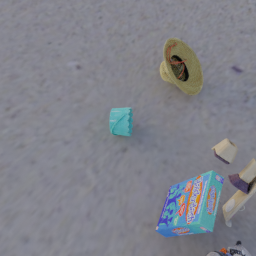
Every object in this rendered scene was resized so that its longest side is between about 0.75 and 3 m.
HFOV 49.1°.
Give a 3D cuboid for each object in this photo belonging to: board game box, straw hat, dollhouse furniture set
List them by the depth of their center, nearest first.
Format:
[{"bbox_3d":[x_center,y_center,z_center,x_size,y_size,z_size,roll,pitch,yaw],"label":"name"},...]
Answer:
[{"bbox_3d":[2.224,1.606,5.450,1.800,2.272,1.612,34,111,-1],"label":"dollhouse furniture set"},{"bbox_3d":[1.267,1.637,5.900,0.344,1.530,1.163,34,55,-11],"label":"board game box"},{"bbox_3d":[1.354,-1.665,8.095,1.765,0.747,1.765,15,68,-39],"label":"straw hat"}]

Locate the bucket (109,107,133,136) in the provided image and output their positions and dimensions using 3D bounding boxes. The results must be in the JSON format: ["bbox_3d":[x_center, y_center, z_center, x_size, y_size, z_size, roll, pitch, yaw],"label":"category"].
[{"bbox_3d":[-0.167,-0.166,7.368,0.521,0.800,0.800,2,62,9],"label":"bucket"}]

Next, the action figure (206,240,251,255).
[{"bbox_3d":[1.291,2.762,5.092,2.366,2.446,1.279,-23,37,-14],"label":"action figure"}]
